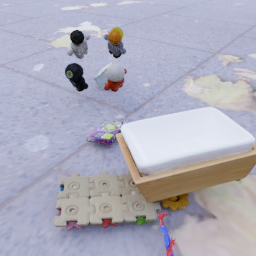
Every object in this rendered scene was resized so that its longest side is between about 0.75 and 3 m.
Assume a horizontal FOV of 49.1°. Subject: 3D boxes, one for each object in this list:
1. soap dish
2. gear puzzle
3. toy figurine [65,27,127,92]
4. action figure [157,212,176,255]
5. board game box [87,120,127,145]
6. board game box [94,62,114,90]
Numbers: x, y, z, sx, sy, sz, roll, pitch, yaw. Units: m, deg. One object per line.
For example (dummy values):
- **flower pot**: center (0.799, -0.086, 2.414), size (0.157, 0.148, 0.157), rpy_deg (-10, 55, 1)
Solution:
- **soap dish**: center (1.138, 0.482, 5.903), size (2.492, 1.012, 1.961), rpy_deg (-12, 27, -8)
- **gear puzzle**: center (-0.084, 1.481, 5.821), size (2.741, 0.359, 1.419), rpy_deg (-2, 33, -7)
- **toy figurine**: center (-1.024, -2.202, 9.079), size (2.009, 1.397, 1.977), rpy_deg (2, 77, -1)
- **action figure**: center (0.698, 1.989, 4.797), size (0.265, 0.335, 1.024), rpy_deg (-7, 66, 5)
- **board game box**: center (-0.549, 0.105, 7.764), size (0.703, 0.189, 1.171), rpy_deg (11, 28, 21)
- **board game box**: center (-0.762, -1.982, 10.533), size (0.547, 0.537, 1.043), rpy_deg (-26, 22, 30)
